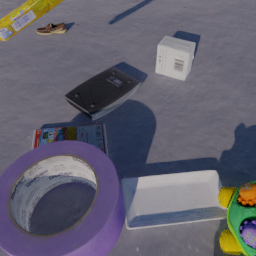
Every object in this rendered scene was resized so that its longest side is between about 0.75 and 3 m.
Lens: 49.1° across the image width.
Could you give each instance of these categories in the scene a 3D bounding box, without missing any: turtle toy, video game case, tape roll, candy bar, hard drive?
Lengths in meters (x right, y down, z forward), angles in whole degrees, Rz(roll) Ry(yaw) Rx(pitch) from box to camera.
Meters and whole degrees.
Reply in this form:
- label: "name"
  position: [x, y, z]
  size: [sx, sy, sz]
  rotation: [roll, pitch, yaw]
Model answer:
- label: "turtle toy"
  position: [2.809, 2.080, 5.477]
  size: [1.810, 1.255, 2.483]
  rotation: [6, 61, 4]
- label: "video game case"
  position: [-1.619, 0.521, 7.802]
  size: [2.049, 0.179, 1.465]
  rotation: [-5, 47, -6]
- label: "tape roll"
  position: [-1.417, 1.609, 5.942]
  size: [2.642, 1.123, 2.642]
  rotation: [-4, 48, 4]
- label: "candy bar"
  position: [-2.051, -2.963, 6.611]
  size: [2.719, 0.678, 0.301]
  rotation: [-38, 80, -6]
- label: "hard drive"
  position: [-0.782, -1.154, 9.208]
  size: [1.495, 0.469, 2.216]
  rotation: [34, 55, 28]

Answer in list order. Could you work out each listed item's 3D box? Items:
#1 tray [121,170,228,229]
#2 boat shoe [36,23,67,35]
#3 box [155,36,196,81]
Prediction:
- label: "tray"
  position: [1.097, 1.689, 6.622]
  size: [2.439, 0.270, 1.309]
  rotation: [-5, 46, -4]
- label: "boat shoe"
  position: [-3.395, -4.425, 12.348]
  size: [1.310, 0.472, 0.473]
  rotation: [-3, 46, -3]
- label: "box"
  position: [1.674, -2.497, 10.012]
  size: [1.173, 1.166, 0.766]
  rotation: [20, 49, 18]
